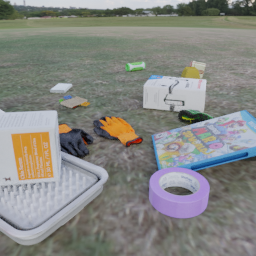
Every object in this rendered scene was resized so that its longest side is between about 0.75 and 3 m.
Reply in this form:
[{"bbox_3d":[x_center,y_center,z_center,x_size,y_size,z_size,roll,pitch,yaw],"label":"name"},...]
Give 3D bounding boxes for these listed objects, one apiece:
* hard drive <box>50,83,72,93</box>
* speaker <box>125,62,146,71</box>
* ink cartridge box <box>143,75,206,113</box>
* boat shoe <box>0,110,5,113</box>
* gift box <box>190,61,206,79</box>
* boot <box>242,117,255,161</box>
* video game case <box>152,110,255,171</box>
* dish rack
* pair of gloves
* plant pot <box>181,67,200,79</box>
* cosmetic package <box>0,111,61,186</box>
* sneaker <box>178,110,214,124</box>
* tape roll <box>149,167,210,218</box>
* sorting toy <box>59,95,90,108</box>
[{"bbox_3d":[-3.293,-1.981,13.866,0.741,0.148,1.124,3,24,7],"label":"hard drive"},{"bbox_3d":[0.469,-3.820,17.411,1.216,0.538,0.538,-12,28,-25],"label":"speaker"},{"bbox_3d":[1.985,-1.438,11.637,2.412,1.017,1.761,6,26,14],"label":"ink cartridge box"},{"bbox_3d":[-4.837,-0.204,9.018,2.881,1.034,0.977,13,-11,0],"label":"boat shoe"},{"bbox_3d":[3.901,-3.317,15.998,0.871,0.861,0.933,14,23,9],"label":"gift box"},{"bbox_3d":[4.324,0.125,8.311,2.845,0.963,1.859,0,26,5],"label":"boot"},{"bbox_3d":[2.181,0.361,7.682,2.934,0.261,2.100,-15,24,6],"label":"video game case"},{"bbox_3d":[-2.126,1.317,6.149,2.864,0.624,2.458,16,28,31],"label":"dish rack"},{"bbox_3d":[-1.095,0.174,8.995,2.611,0.323,2.326,-14,28,-26],"label":"pair of gloves"},{"bbox_3d":[3.233,-2.685,14.502,0.874,0.894,0.868,-2,25,-3],"label":"plant pot"},{"bbox_3d":[-2.759,0.437,5.798,2.594,1.316,0.924,-4,26,-9],"label":"cosmetic package"},{"bbox_3d":[2.527,-0.388,9.882,0.644,0.590,1.512,-18,30,-35],"label":"sneaker"},{"bbox_3d":[1.120,1.394,6.216,1.295,0.425,1.295,0,26,0],"label":"tape roll"},{"bbox_3d":[-2.259,-1.040,11.771,1.544,0.210,0.869,20,36,37],"label":"sorting toy"}]
